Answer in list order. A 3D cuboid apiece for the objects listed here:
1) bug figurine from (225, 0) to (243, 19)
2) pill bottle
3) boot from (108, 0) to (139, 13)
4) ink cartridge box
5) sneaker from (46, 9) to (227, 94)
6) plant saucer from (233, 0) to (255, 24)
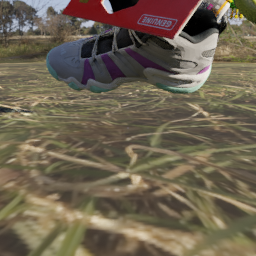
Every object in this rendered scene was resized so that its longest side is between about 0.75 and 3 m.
[{"bbox_3d":[2.626,-3.881,8.173,1.626,0.539,2.096,6,56,8],"label":"bug figurine"},{"bbox_3d":[1.472,-2.492,5.572,0.967,0.563,0.563,38,21,2],"label":"pill bottle"},{"bbox_3d":[-0.485,-3.215,6.406,2.041,1.027,2.730,22,49,-29],"label":"boot"},{"bbox_3d":[0.179,-1.817,2.672,1.996,1.759,0.446,33,-6,44],"label":"ink cartridge box"},{"bbox_3d":[0.049,-1.196,3.485,2.299,0.894,1.608,-1,-27,-5],"label":"sneaker"},{"bbox_3d":[3.511,-3.464,6.693,2.045,2.045,0.318,-1,0,-3],"label":"plant saucer"}]
